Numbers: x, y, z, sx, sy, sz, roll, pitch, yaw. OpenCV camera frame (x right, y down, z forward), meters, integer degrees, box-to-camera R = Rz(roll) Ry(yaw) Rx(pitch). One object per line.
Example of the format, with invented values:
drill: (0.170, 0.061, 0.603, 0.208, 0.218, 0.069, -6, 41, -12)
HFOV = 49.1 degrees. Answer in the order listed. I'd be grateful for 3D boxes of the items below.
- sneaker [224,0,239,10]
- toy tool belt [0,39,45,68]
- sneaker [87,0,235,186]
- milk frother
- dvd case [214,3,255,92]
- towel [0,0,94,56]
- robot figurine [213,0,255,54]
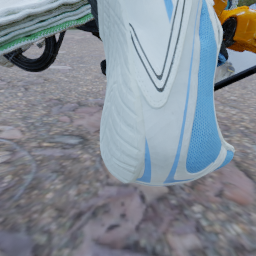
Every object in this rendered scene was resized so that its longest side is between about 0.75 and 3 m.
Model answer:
sneaker: (1.727, -2.625, 5.721, 0.893, 0.869, 2.243, -19, -14, 18)
toy tool belt: (-3.028, -2.577, 7.641, 1.837, 1.147, 1.129, -30, 47, 10)
sneaker: (0.185, -0.755, 1.757, 0.793, 2.187, 0.786, 1, -10, -24)
milk frother: (-1.066, -2.455, 6.288, 2.915, 2.631, 2.742, 10, 11, 6)
dvd case: (1.781, -1.444, 5.607, 2.140, 0.188, 1.527, -24, 51, 26)
towel: (-1.825, -1.713, 3.158, 2.812, 0.432, 2.098, 36, 53, 24)
robot figurine: (0.990, -1.535, 3.676, 1.602, 0.643, 2.210, 19, 21, -18)
